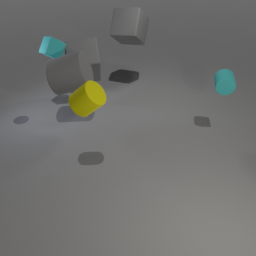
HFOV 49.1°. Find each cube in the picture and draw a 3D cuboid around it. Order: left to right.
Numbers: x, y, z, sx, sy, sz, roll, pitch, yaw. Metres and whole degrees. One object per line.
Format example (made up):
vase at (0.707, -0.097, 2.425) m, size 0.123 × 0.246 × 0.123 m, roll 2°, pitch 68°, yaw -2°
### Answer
cube at (-3.078, -3.255, 11.403) m, size 0.700 × 0.700 × 0.700 m, roll 17°, pitch 5°, yaw -43°
cube at (-2.000, -2.972, 12.424) m, size 1.400 × 1.400 × 1.400 m, roll -7°, pitch 68°, yaw -8°
cube at (0.093, -5.070, 14.043) m, size 1.400 × 1.400 × 1.400 m, roll 10°, pitch 2°, yaw 23°

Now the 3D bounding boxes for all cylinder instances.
cylinder at (-2.212, -2.088, 10.751) m, size 1.400 × 1.400 × 1.400 m, roll -12°, pitch 30°, yaw 11°
cylinder at (-1.034, -0.740, 7.140) m, size 0.700 × 0.700 × 0.700 m, roll -30°, pitch 15°, yaw 34°
cylinder at (3.514, -1.668, 10.178) m, size 0.700 × 0.700 × 0.700 m, roll 5°, pitch 43°, yaw 8°
